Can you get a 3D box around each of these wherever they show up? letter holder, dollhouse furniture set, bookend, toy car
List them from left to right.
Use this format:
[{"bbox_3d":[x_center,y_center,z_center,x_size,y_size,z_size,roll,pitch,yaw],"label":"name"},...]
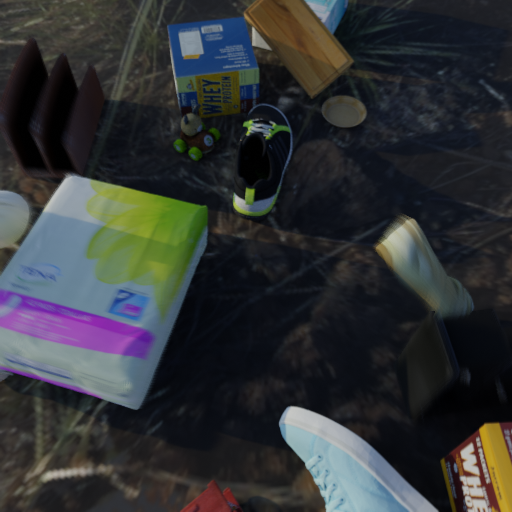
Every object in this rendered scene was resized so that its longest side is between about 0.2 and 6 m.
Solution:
[{"bbox_3d":[-3.798,-2.844,10.554,1.134,1.603,2.255,2,57,2],"label":"letter holder"},{"bbox_3d":[-1.008,3.782,6.719,2.140,1.151,0.870,-35,64,-13],"label":"dollhouse furniture set"},{"bbox_3d":[-1.163,-2.450,10.733,0.723,0.916,0.752,29,62,17],"label":"toy car"},{"bbox_3d":[3.103,1.431,7.669,1.892,1.880,0.871,-6,59,-7],"label":"bookend"}]

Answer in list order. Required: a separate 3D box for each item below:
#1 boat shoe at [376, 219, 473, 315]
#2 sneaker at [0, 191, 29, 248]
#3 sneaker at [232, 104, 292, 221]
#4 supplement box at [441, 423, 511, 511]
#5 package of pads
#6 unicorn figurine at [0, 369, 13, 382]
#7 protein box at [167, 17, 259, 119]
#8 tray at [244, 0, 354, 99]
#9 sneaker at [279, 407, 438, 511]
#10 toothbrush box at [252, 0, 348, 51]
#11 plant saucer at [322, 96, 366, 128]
[{"bbox_3d":[2.731,0.375,8.375,0.707,2.246,0.819,-46,21,8],"label":"boat shoe"},{"bbox_3d":[-4.437,-0.745,8.757,1.084,1.260,2.976,16,21,1],"label":"sneaker"},{"bbox_3d":[0.153,-1.938,10.261,1.007,1.162,2.807,4,58,3],"label":"sneaker"},{"bbox_3d":[3.529,2.845,6.816,1.844,1.870,1.242,-4,58,-2],"label":"supplement box"},{"bbox_3d":[-2.459,0.399,8.721,2.577,1.138,3.336,15,55,7],"label":"package of pads"},{"bbox_3d":[-4.391,1.488,8.301,1.608,0.594,1.104,-6,47,-50],"label":"unicorn figurine"},{"bbox_3d":[-0.879,-3.848,11.496,1.635,1.111,1.647,-9,58,-5],"label":"protein box"},{"bbox_3d":[0.876,-4.461,11.505,1.090,0.409,2.209,-40,92,7],"label":"tray"},{"bbox_3d":[1.237,3.152,7.118,2.839,1.049,1.163,37,60,21],"label":"sneaker"},{"bbox_3d":[1.040,-5.586,12.706,1.611,0.938,2.201,20,61,12],"label":"toothbrush box"},{"bbox_3d":[1.793,-2.914,11.475,0.906,0.160,0.906,0,58,0],"label":"plant saucer"}]
